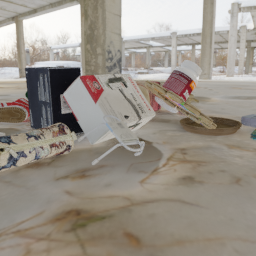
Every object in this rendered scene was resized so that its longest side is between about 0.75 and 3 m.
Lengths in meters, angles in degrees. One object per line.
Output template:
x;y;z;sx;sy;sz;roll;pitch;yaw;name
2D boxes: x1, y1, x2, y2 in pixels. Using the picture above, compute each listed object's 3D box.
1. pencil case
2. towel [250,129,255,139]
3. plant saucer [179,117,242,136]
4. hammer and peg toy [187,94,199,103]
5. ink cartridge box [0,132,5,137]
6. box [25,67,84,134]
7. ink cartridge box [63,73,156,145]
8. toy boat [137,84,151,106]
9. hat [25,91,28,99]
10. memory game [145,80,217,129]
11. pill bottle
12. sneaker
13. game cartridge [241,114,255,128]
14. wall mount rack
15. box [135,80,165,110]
-2.442;0.454;7.068;1.027;0.893;2.296;-2;8;41;pencil case
5.265;0.196;9.856;1.539;0.228;2.099;8;13;29;towel
3.159;-0.098;10.842;2.319;0.342;2.319;0;13;0;plant saucer
3.617;-2.221;19.000;2.475;0.873;1.820;-5;14;-21;hammer and peg toy
-4.252;0.500;7.165;1.841;0.775;1.331;7;15;29;ink cartridge box
-2.742;-1.066;10.396;1.248;2.397;2.182;-12;18;-38;box
-0.534;-0.788;9.707;1.131;2.004;2.730;-39;-11;35;ink cartridge box
-0.243;-1.081;12.267;2.324;1.517;1.519;-11;15;-14;toy boat
-4.790;-0.982;15.118;1.736;1.844;2.095;-1;-25;1;hat
1.446;-0.649;7.962;2.413;0.154;2.413;33;4;-2;memory game
2.612;-2.144;14.309;1.427;2.526;1.427;35;-3;2;pill bottle
-5.646;-0.842;12.654;2.751;0.980;1.547;8;17;3;sneaker
5.384;-0.193;10.330;1.381;0.431;2.073;-15;19;-41;game cartridge
-0.444;0.336;7.639;1.517;0.651;1.746;-4;35;-33;wall mount rack
0.746;-1.754;15.304;2.497;1.596;1.360;-10;16;-37;box
